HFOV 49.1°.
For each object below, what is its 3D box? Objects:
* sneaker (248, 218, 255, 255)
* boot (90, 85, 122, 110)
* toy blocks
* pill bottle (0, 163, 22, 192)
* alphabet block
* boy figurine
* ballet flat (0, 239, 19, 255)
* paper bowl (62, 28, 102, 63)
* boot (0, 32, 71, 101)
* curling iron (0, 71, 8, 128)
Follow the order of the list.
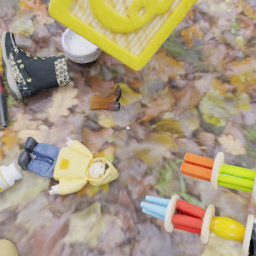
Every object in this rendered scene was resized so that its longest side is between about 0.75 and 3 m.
[{"bbox_3d":[3.353,3.146,6.728,0.819,0.601,1.809,-25,65,-8],"label":"sneaker"},{"bbox_3d":[-0.698,-0.949,8.722,0.954,0.327,0.898,2,74,9],"label":"boot"},{"bbox_3d":[1.197,1.133,4.846,1.873,0.680,1.561,10,90,26],"label":"toy blocks"},{"bbox_3d":[-3.446,1.399,7.464,1.075,0.604,0.604,-28,69,-15],"label":"pill bottle"},{"bbox_3d":[0.062,-3.456,6.599,2.577,2.591,2.638,29,39,-15],"label":"alphabet block"},{"bbox_3d":[-1.574,1.062,7.507,2.578,0.831,1.603,15,64,9],"label":"boy figurine"},{"bbox_3d":[-2.973,3.992,6.118,0.993,0.912,2.893,9,67,-17],"label":"ballet flat"},{"bbox_3d":[-1.475,-2.716,9.219,1.305,0.679,1.305,0,66,0],"label":"paper bowl"},{"bbox_3d":[-2.934,-2.120,8.897,1.847,0.883,2.445,-14,69,-10],"label":"boot"},{"bbox_3d":[-4.037,-1.057,8.650,0.593,0.306,2.393,0,62,-47],"label":"curling iron"}]
